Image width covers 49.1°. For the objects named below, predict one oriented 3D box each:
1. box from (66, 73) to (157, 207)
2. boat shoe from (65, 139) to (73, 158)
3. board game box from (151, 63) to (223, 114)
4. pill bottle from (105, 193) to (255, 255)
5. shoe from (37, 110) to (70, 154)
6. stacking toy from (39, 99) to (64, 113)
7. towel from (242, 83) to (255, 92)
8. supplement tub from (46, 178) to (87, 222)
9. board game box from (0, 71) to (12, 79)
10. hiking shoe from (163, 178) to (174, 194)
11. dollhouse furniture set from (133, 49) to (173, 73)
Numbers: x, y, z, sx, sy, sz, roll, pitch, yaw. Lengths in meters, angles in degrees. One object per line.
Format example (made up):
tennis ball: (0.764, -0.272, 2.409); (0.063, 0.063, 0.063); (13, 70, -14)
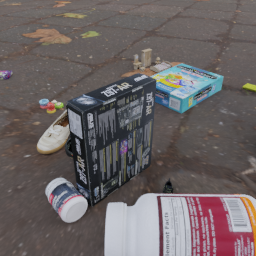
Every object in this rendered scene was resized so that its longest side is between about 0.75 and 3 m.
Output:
box: (-0.295, 0.283, 6.829); (2.199, 2.745, 0.597); (-30, 44, -35)
boat shoe: (-0.768, 0.550, 8.044); (2.050, 0.642, 0.750); (-2, 74, -8)
board game box: (2.249, -1.792, 11.782); (2.195, 0.682, 2.907); (29, 43, 36)
pill bottle: (1.002, 2.034, 5.277); (2.783, 1.572, 1.572); (1, 34, 1)
shoe: (-2.227, -0.022, 9.186); (0.820, 0.626, 2.346); (11, 35, 16)
stacking toy: (-2.966, -0.973, 10.850); (0.850, 0.359, 0.769); (27, 42, 33)
towel: (5.722, -1.624, 12.060); (1.420, 0.128, 0.611); (26, 37, 35)
supplement tub: (-1.463, 1.680, 6.603); (0.672, 0.672, 0.958); (-25, 41, -32)
board game box: (-6.219, -2.518, 13.339); (1.199, 0.194, 0.719); (-3, 30, -3)
hiking shoe: (0.971, 1.626, 6.934); (0.303, 0.403, 0.801); (3, 34, 4)
dollhouse furniture set: (1.366, -3.230, 13.784); (1.473, 0.843, 1.727); (-26, 42, -33)
